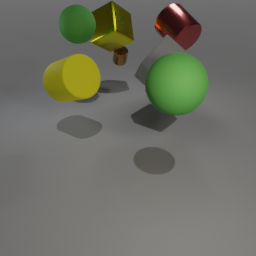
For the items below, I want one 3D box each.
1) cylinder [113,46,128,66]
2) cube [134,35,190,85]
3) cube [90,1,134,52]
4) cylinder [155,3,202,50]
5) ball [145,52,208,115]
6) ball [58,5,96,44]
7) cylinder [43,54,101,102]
[{"bbox_3d":[-0.373,-3.514,13.604,0.700,0.700,0.700,4,57,-6],"label":"cylinder"},{"bbox_3d":[1.274,-2.053,9.801,1.400,1.400,1.400,-49,2,-10],"label":"cube"},{"bbox_3d":[-0.743,-4.417,12.364,1.400,1.400,1.400,-13,-12,34],"label":"cube"},{"bbox_3d":[2.032,-4.075,11.443,1.400,1.400,1.400,-19,62,-30],"label":"cylinder"},{"bbox_3d":[1.086,-0.983,6.313,1.400,1.400,1.400,0,29,0],"label":"ball"},{"bbox_3d":[-1.931,-3.940,10.677,1.400,1.400,1.400,0,29,0],"label":"ball"},{"bbox_3d":[-1.857,-1.603,9.235,1.400,1.400,1.400,-26,16,-38],"label":"cylinder"}]
